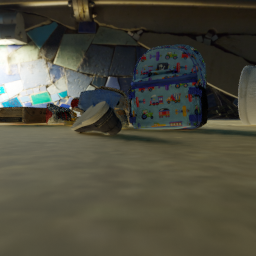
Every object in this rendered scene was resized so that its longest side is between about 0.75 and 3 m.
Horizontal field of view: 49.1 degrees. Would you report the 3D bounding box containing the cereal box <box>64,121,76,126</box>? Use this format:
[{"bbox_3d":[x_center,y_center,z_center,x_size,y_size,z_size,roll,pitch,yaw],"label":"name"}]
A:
[{"bbox_3d":[-2.034,-0.206,11.685,0.740,0.203,1.029,2,3,42],"label":"cereal box"}]

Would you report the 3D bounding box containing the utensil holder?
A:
[{"bbox_3d":[6.285,-1.289,11.223,2.998,2.548,2.548,5,5,35],"label":"utensil holder"}]

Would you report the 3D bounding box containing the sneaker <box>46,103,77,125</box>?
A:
[{"bbox_3d":[-3.170,-0.672,13.426,1.068,1.012,2.599,1,3,8],"label":"sneaker"}]

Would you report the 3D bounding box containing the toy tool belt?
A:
[{"bbox_3d":[-1.205,-0.862,10.620,2.566,1.602,1.577,8,1,13],"label":"toy tool belt"}]

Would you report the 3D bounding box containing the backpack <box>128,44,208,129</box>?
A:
[{"bbox_3d":[1.180,-1.274,8.357,2.374,2.600,1.749,2,3,20],"label":"backpack"}]

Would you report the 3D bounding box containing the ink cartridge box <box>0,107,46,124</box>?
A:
[{"bbox_3d":[-5.018,-0.614,13.853,1.843,0.840,2.238,0,2,25],"label":"ink cartridge box"}]

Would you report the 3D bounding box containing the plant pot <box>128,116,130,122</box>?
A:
[{"bbox_3d":[0.035,-0.584,15.704,0.727,0.794,0.794,12,-3,-27],"label":"plant pot"}]

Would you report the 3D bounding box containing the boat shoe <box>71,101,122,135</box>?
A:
[{"bbox_3d":[-0.731,-0.078,6.289,0.661,0.766,2.109,44,-18,-15],"label":"boat shoe"}]

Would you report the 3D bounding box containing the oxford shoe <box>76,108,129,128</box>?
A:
[{"bbox_3d":[-0.860,-0.324,9.226,2.309,0.667,0.868,0,4,44],"label":"oxford shoe"}]
